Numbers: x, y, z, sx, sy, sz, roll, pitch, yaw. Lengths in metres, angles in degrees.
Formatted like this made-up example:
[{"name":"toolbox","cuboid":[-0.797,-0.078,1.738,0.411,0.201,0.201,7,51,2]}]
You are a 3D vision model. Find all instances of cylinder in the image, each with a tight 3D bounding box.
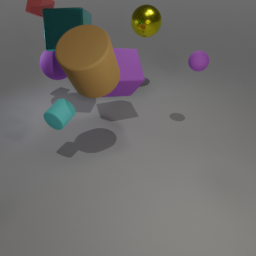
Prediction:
[{"name":"cylinder","cuboid":[-2.069,-0.416,8.500,0.700,0.700,0.700,15,48,22]},{"name":"cylinder","cuboid":[-1.012,-1.724,7.435,1.400,1.400,1.400,-4,66,8]}]

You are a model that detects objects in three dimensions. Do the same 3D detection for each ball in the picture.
[{"name":"ball","cuboid":[-3.013,-2.739,11.882,1.400,1.400,1.400,0,32,0]},{"name":"ball","cuboid":[2.430,-2.299,9.627,0.700,0.700,0.700,0,32,0]},{"name":"ball","cuboid":[0.826,-4.831,12.686,1.400,1.400,1.400,0,32,0]}]

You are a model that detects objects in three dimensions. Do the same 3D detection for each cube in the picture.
[{"name":"cube","cuboid":[-0.379,-2.149,11.005,1.400,1.400,1.400,-6,73,-26]},{"name":"cube","cuboid":[-3.299,-4.582,10.544,0.700,0.700,0.700,21,14,19]},{"name":"cube","cuboid":[-2.138,-3.526,10.220,1.400,1.400,1.400,1,14,6]}]
